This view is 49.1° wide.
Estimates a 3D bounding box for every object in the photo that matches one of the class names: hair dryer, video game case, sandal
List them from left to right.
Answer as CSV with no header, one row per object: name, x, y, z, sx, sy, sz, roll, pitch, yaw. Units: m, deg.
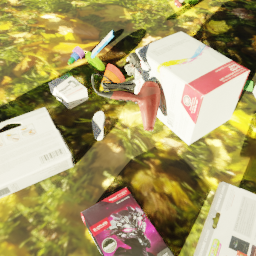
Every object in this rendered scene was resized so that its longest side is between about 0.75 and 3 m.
sandal,-0.990,-0.061,9.564,0.456,0.275,1.120,-8,59,13
video game case,-0.894,-2.993,9.959,1.091,0.097,0.780,-40,23,20
hair dryer,0.135,-0.942,8.565,1.824,0.650,2.394,-36,91,-16

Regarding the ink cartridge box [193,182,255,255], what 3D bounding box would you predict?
ink cartridge box,2.737,2.690,6.571,1.998,0.954,2.276,22,52,19

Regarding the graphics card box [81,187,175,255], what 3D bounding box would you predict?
graphics card box,-0.053,2.685,6.849,1.399,0.567,2.230,-24,53,-21

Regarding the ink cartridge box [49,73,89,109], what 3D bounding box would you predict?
ink cartridge box,-2.236,-1.407,10.578,0.921,0.532,1.265,-34,56,-27

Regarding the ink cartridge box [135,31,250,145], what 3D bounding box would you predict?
ink cartridge box,1.927,-1.461,9.493,2.170,2.180,3.000,-29,55,-25

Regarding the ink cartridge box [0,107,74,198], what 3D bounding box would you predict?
ink cartridge box,-3.392,0.715,8.622,2.746,0.598,2.383,-23,51,-19

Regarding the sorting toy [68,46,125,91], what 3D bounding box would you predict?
sorting toy,-1.445,-2.342,11.389,2.842,0.985,0.979,35,80,25

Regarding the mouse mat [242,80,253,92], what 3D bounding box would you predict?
mouse mat,4.562,-1.758,11.244,0.895,0.034,0.720,15,50,12

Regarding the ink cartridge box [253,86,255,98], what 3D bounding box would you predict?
ink cartridge box,5.519,-1.538,10.408,1.323,0.964,0.548,-2,48,-2

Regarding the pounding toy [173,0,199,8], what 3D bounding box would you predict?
pounding toy,2.797,-7.652,15.780,2.387,1.108,1.842,47,21,-6
